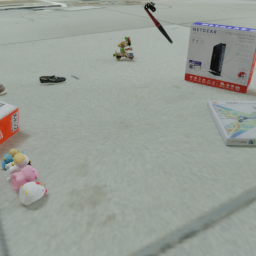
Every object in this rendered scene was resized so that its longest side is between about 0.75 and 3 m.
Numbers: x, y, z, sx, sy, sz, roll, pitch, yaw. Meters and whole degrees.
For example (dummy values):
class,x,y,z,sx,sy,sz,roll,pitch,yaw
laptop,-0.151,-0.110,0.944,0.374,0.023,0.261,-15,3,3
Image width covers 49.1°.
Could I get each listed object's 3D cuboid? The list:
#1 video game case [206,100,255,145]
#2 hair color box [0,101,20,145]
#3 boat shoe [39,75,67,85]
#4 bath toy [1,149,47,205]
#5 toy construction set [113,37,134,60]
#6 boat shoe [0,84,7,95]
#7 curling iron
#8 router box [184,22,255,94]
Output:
class,x,y,z,sx,sy,sz,roll,pitch,yaw
video game case,3.639,-0.222,8.257,2.141,0.258,2.348,1,31,1
hair color box,-4.052,0.193,6.859,1.360,0.820,2.679,19,35,11
boat shoe,-2.960,-1.926,11.042,1.038,0.313,0.392,-11,33,-17
bath toy,-2.187,1.012,5.967,0.545,0.641,1.475,2,27,-44
toy construction set,-0.268,-3.804,13.745,0.984,1.068,1.281,-11,10,5
boat shoe,-5.338,-1.537,10.171,1.822,0.542,0.654,6,32,10
curling iron,1.012,-3.402,9.098,0.381,1.538,0.197,-18,21,50
router box,3.420,-2.628,10.386,2.439,2.189,0.596,19,35,29
